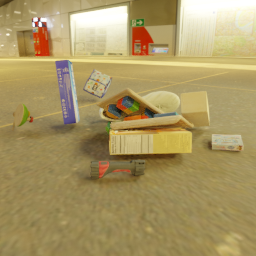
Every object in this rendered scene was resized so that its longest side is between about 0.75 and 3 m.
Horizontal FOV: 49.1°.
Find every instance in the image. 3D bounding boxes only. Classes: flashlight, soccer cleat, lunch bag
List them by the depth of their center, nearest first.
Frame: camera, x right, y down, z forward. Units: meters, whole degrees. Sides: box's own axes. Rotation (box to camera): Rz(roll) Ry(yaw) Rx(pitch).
[{"bbox_3d":[-0.216,0.854,5.734,1.101,0.374,0.373,2,-14,-9],"label":"flashlight"},{"bbox_3d":[0.371,-0.612,9.332,2.716,0.941,1.054,-7,17,10],"label":"soccer cleat"},{"bbox_3d":[-1.367,-1.957,12.676,0.972,0.708,1.144,25,60,1],"label":"lunch bag"}]

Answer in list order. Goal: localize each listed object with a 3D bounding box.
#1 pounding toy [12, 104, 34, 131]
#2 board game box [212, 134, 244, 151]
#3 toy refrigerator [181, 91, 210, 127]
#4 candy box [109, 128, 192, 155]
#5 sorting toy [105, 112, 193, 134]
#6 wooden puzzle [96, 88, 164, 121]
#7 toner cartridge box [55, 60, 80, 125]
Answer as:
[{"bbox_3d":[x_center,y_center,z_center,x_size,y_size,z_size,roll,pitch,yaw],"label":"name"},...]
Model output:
[{"bbox_3d":[-3.177,-0.327,8.553,0.419,0.698,0.904,12,-27,-40],"label":"pounding toy"},{"bbox_3d":[2.614,0.374,7.412,0.765,0.157,0.763,2,20,16],"label":"board game box"},{"bbox_3d":[1.972,-0.515,8.083,0.680,0.627,1.791,-4,-12,18],"label":"toy refrigerator"},{"bbox_3d":[0.488,0.298,6.854,1.890,0.523,1.091,-2,5,-3],"label":"candy box"},{"bbox_3d":[0.316,-0.116,7.570,2.587,0.381,1.912,-5,-5,23],"label":"sorting toy"},{"bbox_3d":[0.073,-0.424,7.931,1.513,0.378,1.633,30,-27,-30],"label":"wooden puzzle"},{"bbox_3d":[-1.883,-1.118,8.820,0.417,1.930,0.917,-7,8,-2],"label":"toner cartridge box"}]
